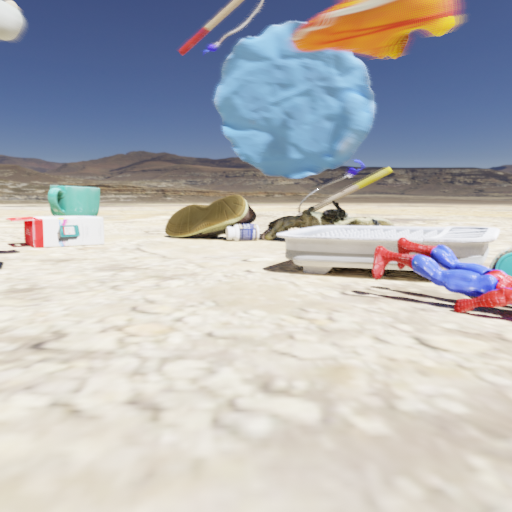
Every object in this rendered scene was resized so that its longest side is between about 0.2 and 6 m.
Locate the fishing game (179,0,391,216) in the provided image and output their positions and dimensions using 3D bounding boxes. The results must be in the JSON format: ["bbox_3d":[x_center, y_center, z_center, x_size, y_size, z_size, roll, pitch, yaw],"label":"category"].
[{"bbox_3d":[0.746,-3.048,11.092,3.209,4.481,0.697,-32,16,31],"label":"fishing game"}]

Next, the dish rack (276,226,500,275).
[{"bbox_3d":[1.721,-0.080,7.192,2.538,0.553,2.178,3,8,25],"label":"dish rack"}]

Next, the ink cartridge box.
[{"bbox_3d":[-3.772,-0.465,10.513,1.598,0.537,0.929,-4,8,-31],"label":"ink cartridge box"}]

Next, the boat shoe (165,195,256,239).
[{"bbox_3d":[-0.994,-0.688,11.937,2.207,0.808,0.715,-8,-32,36],"label":"boat shoe"}]

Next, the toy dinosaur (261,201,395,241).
[{"bbox_3d":[1.804,-0.648,11.525,3.294,0.782,1.451,2,-1,-14],"label":"toy dinosaur"}]

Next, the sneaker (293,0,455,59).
[{"bbox_3d":[1.716,-3.561,8.898,2.843,1.097,1.038,7,40,48],"label":"sneaker"}]

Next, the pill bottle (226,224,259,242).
[{"bbox_3d":[-0.282,-0.467,11.374,0.637,0.354,0.354,-3,7,-17],"label":"pill bottle"}]

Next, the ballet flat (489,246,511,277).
[{"bbox_3d":[3.101,0.155,4.757,2.080,0.701,0.648,5,-3,35],"label":"ballet flat"}]

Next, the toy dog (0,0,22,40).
[{"bbox_3d":[-3.605,-3.454,6.473,1.287,0.940,1.952,-4,-36,23],"label":"toy dog"}]

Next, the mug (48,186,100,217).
[{"bbox_3d":[-5.873,-1.624,17.676,1.831,1.132,1.505,-2,7,-41],"label":"mug"}]

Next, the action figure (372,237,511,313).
[{"bbox_3d":[1.939,0.247,4.761,0.637,0.504,1.948,-12,18,-39],"label":"action figure"}]
